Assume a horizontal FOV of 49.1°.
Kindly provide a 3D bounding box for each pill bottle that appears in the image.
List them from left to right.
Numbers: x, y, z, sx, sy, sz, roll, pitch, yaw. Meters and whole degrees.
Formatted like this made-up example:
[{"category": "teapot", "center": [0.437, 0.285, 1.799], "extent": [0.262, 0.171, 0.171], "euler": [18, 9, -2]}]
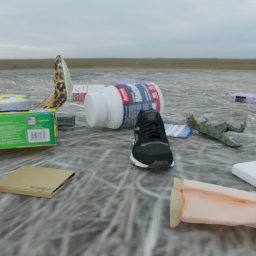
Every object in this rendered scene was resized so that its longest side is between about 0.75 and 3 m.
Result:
[{"category": "pill bottle", "center": [-0.164, -0.780, 10.020], "extent": [2.557, 1.529, 1.529], "euler": [-9, 18, -26]}]

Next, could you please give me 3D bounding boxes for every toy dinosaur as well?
[{"category": "toy dinosaur", "center": [2.949, 0.086, 8.792], "extent": [1.185, 0.638, 2.688], "euler": [-13, 23, -23]}]

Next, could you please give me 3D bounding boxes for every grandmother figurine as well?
[{"category": "grandmother figurine", "center": [2.001, 1.223, 4.124], "extent": [2.689, 0.814, 1.631], "euler": [1, 19, 12]}]

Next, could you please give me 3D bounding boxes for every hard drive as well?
[{"category": "hard drive", "center": [3.273, 1.102, 5.510], "extent": [1.335, 0.266, 2.025], "euler": [-5, 16, -19]}]

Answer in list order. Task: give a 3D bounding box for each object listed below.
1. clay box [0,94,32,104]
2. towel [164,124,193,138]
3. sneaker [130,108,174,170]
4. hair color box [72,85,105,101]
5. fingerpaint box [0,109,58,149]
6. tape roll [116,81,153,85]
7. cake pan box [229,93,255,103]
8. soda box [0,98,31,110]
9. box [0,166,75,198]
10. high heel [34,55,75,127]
[{"category": "clay box", "center": [-5.899, -1.284, 13.838], "extent": [1.320, 0.547, 2.298], "euler": [5, 17, 15]}, {"category": "towel", "center": [1.383, 0.058, 9.569], "extent": [1.534, 0.183, 1.126], "euler": [7, 17, 24]}, {"category": "sneaker", "center": [0.525, 0.151, 7.276], "extent": [1.023, 1.183, 2.702], "euler": [-1, 15, -5]}, {"category": "hair color box", "center": [-2.228, -2.018, 16.051], "extent": [1.817, 0.581, 1.007], "euler": [0, 35, -6]}, {"category": "fingerpaint box", "center": [-3.335, -0.040, 7.981], "extent": [2.527, 0.927, 2.108], "euler": [-3, 8, -12]}, {"category": "tape roll", "center": [0.383, -2.300, 16.899], "extent": [2.206, 0.937, 2.206], "euler": [0, 16, 0]}, {"category": "cake pan box", "center": [6.645, -1.720, 15.823], "extent": [1.357, 0.385, 1.474], "euler": [11, 18, 42]}, {"category": "soda box", "center": [-4.948, -0.539, 10.477], "extent": [0.805, 0.866, 2.537], "euler": [14, 21, 42]}, {"category": "box", "center": [-1.910, 1.084, 5.834], "extent": [1.304, 0.139, 1.066], "euler": [3, 15, 14]}, {"category": "high heel", "center": [-2.821, -1.137, 9.427], "extent": [1.825, 2.560, 0.914], "euler": [-1, 24, 0]}]
